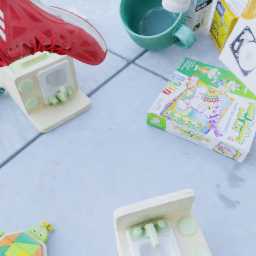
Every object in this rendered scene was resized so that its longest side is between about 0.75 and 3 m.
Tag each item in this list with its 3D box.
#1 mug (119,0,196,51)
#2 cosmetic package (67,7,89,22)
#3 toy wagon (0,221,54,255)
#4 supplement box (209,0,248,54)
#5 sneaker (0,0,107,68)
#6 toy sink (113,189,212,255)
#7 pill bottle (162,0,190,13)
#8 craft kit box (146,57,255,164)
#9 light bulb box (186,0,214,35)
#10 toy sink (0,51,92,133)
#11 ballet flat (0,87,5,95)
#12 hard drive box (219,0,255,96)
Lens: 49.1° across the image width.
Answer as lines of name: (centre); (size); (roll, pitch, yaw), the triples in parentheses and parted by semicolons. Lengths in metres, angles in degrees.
mug: (1.001, -3.646, 9.762); (2.197, 1.653, 2.674); (-15, 80, 13)
cosmetic package: (-2.777, -3.688, 10.576); (2.493, 0.631, 1.029); (-32, 58, -23)
toy wagon: (-2.232, 2.644, 5.663); (1.408, 0.359, 1.815); (25, 56, 18)
supplement box: (4.531, -3.731, 10.094); (2.636, 1.444, 1.435); (-5, 50, -5)
sneaker: (-1.690, -1.531, 5.268); (2.797, 1.096, 1.616); (24, 61, -32)
toy sink: (0.589, 2.195, 4.885); (1.391, 2.135, 1.196); (-13, 52, -11)
pill bottle: (1.449, -4.028, 7.461); (0.953, 1.637, 0.953); (3, 52, -4)
craft kit box: (2.404, -0.705, 8.208); (2.804, 0.689, 2.839); (24, 55, 15)
light bulb box: (2.102, -4.853, 10.656); (1.959, 1.976, 1.233); (37, 60, 25)
toy sink: (-2.599, -1.523, 8.245); (1.800, 1.547, 2.762); (-32, 58, -23)
ballet flat: (-4.741, -1.093, 8.440); (1.849, 0.627, 0.696); (-24, 84, -16)
hard drive box: (3.061, -1.432, 5.142); (0.932, 1.892, 2.427); (-4, 45, -24)
